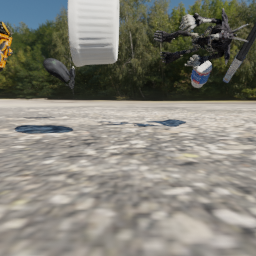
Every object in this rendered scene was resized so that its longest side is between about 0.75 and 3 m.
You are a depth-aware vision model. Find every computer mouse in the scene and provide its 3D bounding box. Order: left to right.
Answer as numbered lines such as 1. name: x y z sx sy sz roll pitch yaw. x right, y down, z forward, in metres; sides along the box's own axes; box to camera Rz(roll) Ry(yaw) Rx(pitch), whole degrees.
1. computer mouse: -2.683 -2.348 11.326 0.406 1.067 1.541 -22 -33 34

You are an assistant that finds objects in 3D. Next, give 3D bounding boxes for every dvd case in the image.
1. dvd case: 3.510 -2.439 8.338 0.223 1.817 2.547 29 2 12

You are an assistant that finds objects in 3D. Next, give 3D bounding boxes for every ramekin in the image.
1. ramekin: -0.668 -2.259 6.023 0.912 1.872 1.872 2 6 -1

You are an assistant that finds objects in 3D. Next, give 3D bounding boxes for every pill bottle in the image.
1. pill bottle: 2.415 -1.779 9.356 0.561 0.561 0.999 0 -25 3

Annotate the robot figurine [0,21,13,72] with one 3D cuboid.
1. robot figurine: -3.473 -1.886 6.100 1.974 1.431 0.575 7 19 -45

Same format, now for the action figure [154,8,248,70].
1. action figure: 1.853 -2.296 7.545 2.423 1.440 1.236 3 21 46
